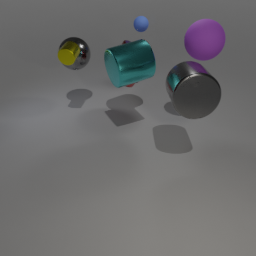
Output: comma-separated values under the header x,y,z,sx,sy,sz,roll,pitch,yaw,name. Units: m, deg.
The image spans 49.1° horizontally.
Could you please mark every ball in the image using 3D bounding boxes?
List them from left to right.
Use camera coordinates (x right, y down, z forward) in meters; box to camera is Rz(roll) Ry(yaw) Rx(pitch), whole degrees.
x,y,z,sx,sy,sz,roll,pitch,yaw,name
-2.336,-3.242,12.229,1.400,1.400,1.400,0,31,0,ball
0.605,-4.813,12.970,0.700,0.700,0.700,0,31,0,ball
2.687,-3.085,9.839,1.400,1.400,1.400,0,31,0,ball

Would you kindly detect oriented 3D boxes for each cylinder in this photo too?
x,y,z,sx,sy,sz,roll,pitch,yaw,name
-2.293,-2.913,10.907,0.700,0.700,0.700,5,42,9,cylinder
0.026,-2.654,11.619,1.400,1.400,1.400,31,27,-17,cylinder
0.055,-2.283,9.932,1.400,1.400,1.400,-20,36,-17,cylinder
1.929,-1.176,8.499,1.400,1.400,1.400,-1,27,-1,cylinder
